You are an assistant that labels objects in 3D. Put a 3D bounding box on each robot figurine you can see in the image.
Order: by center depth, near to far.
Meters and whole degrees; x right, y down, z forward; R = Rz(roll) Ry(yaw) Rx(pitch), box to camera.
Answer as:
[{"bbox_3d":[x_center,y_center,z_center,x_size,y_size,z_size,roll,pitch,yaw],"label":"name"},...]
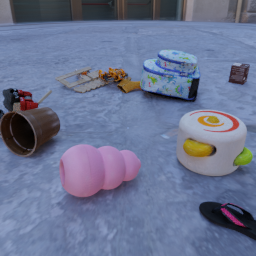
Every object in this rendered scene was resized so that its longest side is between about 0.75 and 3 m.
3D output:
[{"bbox_3d":[-0.865,-3.029,15.766,1.390,0.558,1.918,-21,24,-26],"label":"robot figurine"}]

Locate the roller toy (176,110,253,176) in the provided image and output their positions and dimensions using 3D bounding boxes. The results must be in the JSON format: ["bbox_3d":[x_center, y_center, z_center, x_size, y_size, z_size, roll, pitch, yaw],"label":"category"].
[{"bbox_3d":[2.594,0.353,8.931,2.265,1.583,2.067,-6,28,-11],"label":"roller toy"}]

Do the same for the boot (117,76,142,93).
[{"bbox_3d":[0.238,-2.185,15.239,1.489,0.524,1.066,29,55,16],"label":"boot"}]

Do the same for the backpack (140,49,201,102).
[{"bbox_3d":[2.181,-2.851,14.418,2.925,2.149,2.676,9,28,8],"label":"backpack"}]

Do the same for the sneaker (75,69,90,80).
[{"bbox_3d":[-2.755,-3.407,17.424,0.846,0.586,1.511,-10,29,-17],"label":"sneaker"}]

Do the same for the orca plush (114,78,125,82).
[{"bbox_3d":[-0.780,-2.997,16.771,1.261,0.663,0.448,26,69,23],"label":"orca plush"}]

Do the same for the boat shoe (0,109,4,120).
[{"bbox_3d":[-5.471,-0.079,10.696,0.844,0.748,2.257,11,29,20],"label":"boat shoe"}]

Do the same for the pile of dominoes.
[{"bbox_3d":[-2.452,-2.672,16.217,2.146,0.438,2.754,34,45,27],"label":"pile of dominoes"}]

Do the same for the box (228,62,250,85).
[{"bbox_3d":[6.572,-3.227,16.545,0.864,1.052,0.873,18,33,31],"label":"box"}]

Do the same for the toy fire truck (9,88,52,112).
[{"bbox_3d":[-4.538,-1.333,12.944,1.830,1.177,1.611,0,24,-26],"label":"toy fire truck"}]

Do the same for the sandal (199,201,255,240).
[{"bbox_3d":[2.665,2.141,6.686,1.927,0.434,0.724,18,32,31],"label":"sandal"}]

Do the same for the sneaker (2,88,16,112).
[{"bbox_3d":[-3.715,-0.907,8.829,0.372,0.820,0.311,-20,-18,11],"label":"sneaker"}]

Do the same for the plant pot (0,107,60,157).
[{"bbox_3d":[-3.320,0.003,9.871,1.579,1.579,1.563,12,21,22],"label":"plant pot"}]

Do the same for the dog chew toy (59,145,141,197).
[{"bbox_3d":[-0.700,1.112,7.797,2.267,1.411,1.411,-4,26,-24],"label":"dog chew toy"}]
